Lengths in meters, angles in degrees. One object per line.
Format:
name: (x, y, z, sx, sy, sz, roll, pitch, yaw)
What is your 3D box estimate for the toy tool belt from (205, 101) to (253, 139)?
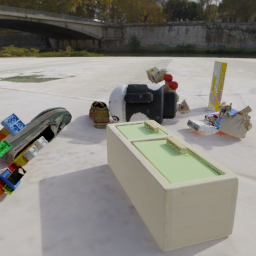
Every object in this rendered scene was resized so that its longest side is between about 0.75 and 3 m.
toy tool belt: (2.931, -0.342, 8.036, 0.925, 0.910, 1.481, 17, 12, -18)

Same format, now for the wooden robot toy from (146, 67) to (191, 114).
wooden robot toy: (1.082, -1.239, 9.893, 1.188, 1.153, 2.618, -25, 55, -6)

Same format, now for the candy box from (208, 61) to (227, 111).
candy box: (3.428, -1.629, 10.771, 0.241, 1.827, 0.934, 3, 18, -4)

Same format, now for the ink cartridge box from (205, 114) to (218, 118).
ink cartridge box: (3.168, -0.309, 9.304, 0.887, 0.208, 0.877, -4, 16, -18)

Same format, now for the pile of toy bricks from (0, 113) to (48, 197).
pile of toy bricks: (-2.590, 0.721, 4.833, 1.179, 1.325, 2.388, -34, 15, 26)

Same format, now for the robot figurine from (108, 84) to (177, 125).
robot figurine: (0.442, -0.700, 8.754, 2.109, 1.585, 1.316, 2, 40, 6)

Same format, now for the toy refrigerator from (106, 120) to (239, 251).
toy refrigerator: (0.489, 0.651, 4.831, 1.090, 1.005, 2.872, -6, 18, -17)

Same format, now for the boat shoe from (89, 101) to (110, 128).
boat shoe: (-0.917, -0.580, 9.353, 0.704, 0.666, 1.958, -5, 18, -15)

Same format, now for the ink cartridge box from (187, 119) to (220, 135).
ink cartridge box: (2.352, 0.031, 8.327, 0.990, 0.248, 0.803, 15, 13, -16)

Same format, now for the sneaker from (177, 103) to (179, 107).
sneaker: (1.526, -0.803, 10.822, 0.956, 0.368, 0.392, 9, -6, 20)

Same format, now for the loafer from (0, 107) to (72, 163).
loafer: (-2.185, 0.200, 6.931, 0.769, 0.879, 2.446, 30, 35, 21)
